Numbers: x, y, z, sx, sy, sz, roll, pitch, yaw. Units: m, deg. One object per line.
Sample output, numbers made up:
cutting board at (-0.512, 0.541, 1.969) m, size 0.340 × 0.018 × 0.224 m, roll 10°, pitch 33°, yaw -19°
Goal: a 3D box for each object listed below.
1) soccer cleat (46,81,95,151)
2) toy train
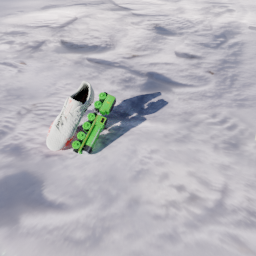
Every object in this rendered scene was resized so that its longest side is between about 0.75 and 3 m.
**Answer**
soccer cleat at (-1.607, -0.373, 7.806) m, size 0.748 × 0.929 × 2.180 m, roll 27°, pitch 66°, yaw 7°
toy train at (-0.902, -0.120, 7.739) m, size 0.554 × 0.410 × 1.964 m, roll 24°, pitch 73°, yaw 4°
